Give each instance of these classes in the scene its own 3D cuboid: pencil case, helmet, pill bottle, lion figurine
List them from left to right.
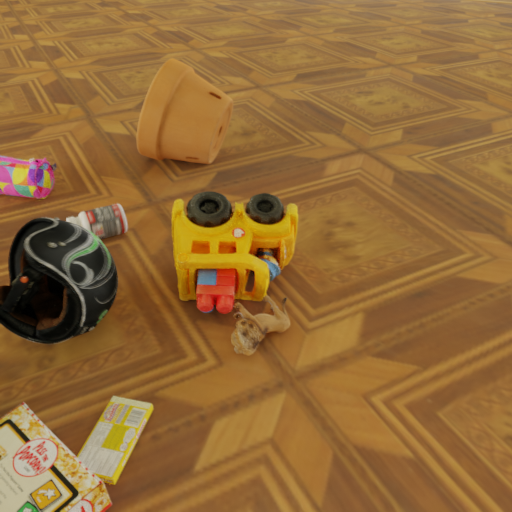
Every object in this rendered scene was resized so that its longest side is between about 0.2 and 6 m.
[{"bbox_3d":[-5.713,-1.884,12.823,2.184,0.965,0.965,5,36,10],"label":"pencil case"},{"bbox_3d":[-3.154,0.339,8.934,1.905,1.905,1.816,2,24,2],"label":"helmet"},{"bbox_3d":[-3.221,-0.642,11.348,1.086,0.629,0.629,-17,39,-23],"label":"pill bottle"},{"bbox_3d":[0.137,1.096,9.056,1.367,0.495,0.837,-16,46,-28],"label":"lion figurine"}]

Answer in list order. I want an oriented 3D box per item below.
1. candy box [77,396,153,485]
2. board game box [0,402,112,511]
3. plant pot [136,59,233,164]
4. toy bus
[{"bbox_3d":[-1.894,2.418,7.456,0.618,0.160,1.209,6,37,15],"label":"candy box"},{"bbox_3d":[-3.110,2.963,6.261,1.757,0.537,2.320,28,48,33],"label":"board game box"},{"bbox_3d":[-1.649,-3.383,13.896,1.728,2.468,2.468,21,38,1],"label":"plant pot"},{"bbox_3d":[-0.354,0.112,9.719,2.267,1.538,2.176,0,49,-5],"label":"toy bus"}]
